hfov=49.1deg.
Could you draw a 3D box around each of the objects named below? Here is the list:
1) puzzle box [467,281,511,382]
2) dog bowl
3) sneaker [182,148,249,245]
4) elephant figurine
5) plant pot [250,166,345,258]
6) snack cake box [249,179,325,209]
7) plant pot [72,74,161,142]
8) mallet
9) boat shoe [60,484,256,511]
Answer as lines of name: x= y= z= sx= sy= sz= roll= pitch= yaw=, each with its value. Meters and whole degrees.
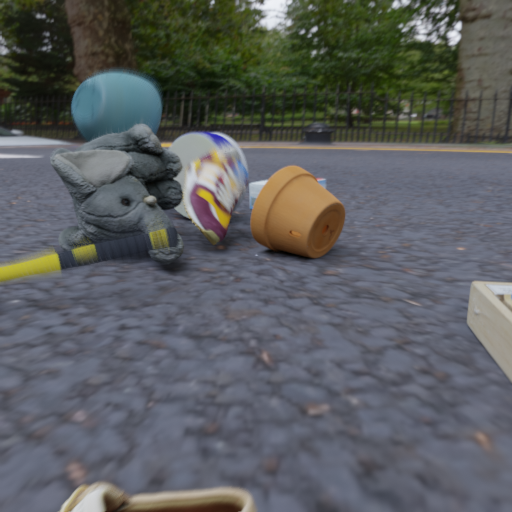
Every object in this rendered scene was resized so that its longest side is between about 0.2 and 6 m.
puzzle box: x=4.087 y=0.866 z=4.462 sx=4.033 sy=0.513 sz=2.683 roll=1 pitch=15 yaw=4
dog bowl: x=-1.106 y=-1.689 z=11.900 sx=1.826 sy=1.826 sz=0.719 roll=10 pitch=14 yaw=34
sneaker: x=-0.626 y=-1.149 z=9.609 sx=1.030 sy=0.857 sz=2.287 roll=-29 pitch=39 yaw=13
elephant figurine: x=-2.370 y=-0.922 z=9.075 sx=2.347 sy=2.141 sz=3.026 roll=-28 pitch=22 yaw=19
plant pot: x=0.740 y=-0.604 z=8.891 sx=0.988 sy=1.412 sz=1.412 roll=31 pitch=30 yaw=34
snack cake box: x=0.803 y=-1.537 z=13.800 sx=1.106 sy=0.646 sz=1.923 roll=7 pitch=15 yaw=33
plant pot: x=-3.177 y=-3.123 z=12.031 sx=1.865 sy=1.865 sz=1.256 roll=8 pitch=-3 yaw=29
mallet: x=-2.353 y=0.146 z=6.340 sx=3.015 sy=0.621 sz=0.993 roll=-11 pitch=23 yaw=-10
boat shoe: x=-0.709 y=1.326 z=2.611 sx=1.507 sy=0.521 sz=0.556 roll=-2 pitch=14 yaw=-7
